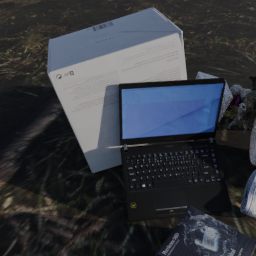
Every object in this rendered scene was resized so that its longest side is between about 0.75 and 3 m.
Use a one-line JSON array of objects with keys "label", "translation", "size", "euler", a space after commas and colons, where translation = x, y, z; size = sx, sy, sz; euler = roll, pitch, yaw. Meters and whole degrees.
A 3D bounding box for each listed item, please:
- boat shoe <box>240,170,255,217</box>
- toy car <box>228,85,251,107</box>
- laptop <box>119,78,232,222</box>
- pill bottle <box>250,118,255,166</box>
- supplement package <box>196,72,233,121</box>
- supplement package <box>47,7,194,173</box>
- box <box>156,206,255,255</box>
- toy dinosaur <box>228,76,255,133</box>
[{"label": "boat shoe", "translation": [2.500, 1.274, 5.386], "size": [0.409, 0.355, 0.960], "euler": [27, 58, 7]}, {"label": "toy car", "translation": [3.228, -0.803, 8.157], "size": [0.619, 0.722, 0.825], "euler": [-47, 53, -11]}, {"label": "laptop", "translation": [0.906, 0.408, 5.162], "size": [2.029, 1.182, 2.289], "euler": [-4, 69, -6]}, {"label": "pill bottle", "translation": [4.092, 0.334, 5.825], "size": [2.652, 1.473, 1.473], "euler": [11, 37, 14]}, {"label": "supplement package", "translation": [2.265, -0.890, 7.856], "size": [0.847, 0.841, 1.116], "euler": [16, 34, -4]}, {"label": "supplement package", "translation": [-0.114, -0.820, 6.125], "size": [2.427, 2.538, 1.866], "euler": [-17, 37, -1]}, {"label": "box", "translation": [1.148, 1.981, 4.212], "size": [1.134, 0.666, 1.115], "euler": [24, 40, 29]}, {"label": "toy dinosaur", "translation": [3.775, -0.557, 7.368], "size": [2.938, 1.503, 1.131], "euler": [7, 7, -21]}]
